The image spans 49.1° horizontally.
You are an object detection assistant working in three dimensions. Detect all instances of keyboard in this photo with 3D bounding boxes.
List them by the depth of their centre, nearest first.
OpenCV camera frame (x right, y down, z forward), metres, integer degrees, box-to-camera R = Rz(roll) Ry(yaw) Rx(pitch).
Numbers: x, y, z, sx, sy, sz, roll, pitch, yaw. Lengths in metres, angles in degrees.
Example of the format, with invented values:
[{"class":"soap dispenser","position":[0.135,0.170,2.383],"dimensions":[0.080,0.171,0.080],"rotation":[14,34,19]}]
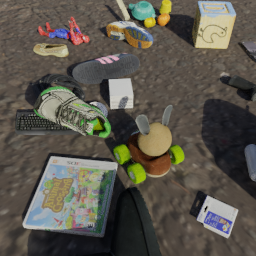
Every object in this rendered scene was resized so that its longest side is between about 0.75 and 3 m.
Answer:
[{"class":"keyboard","position":[-2.388,-0.388,8.609],"dimensions":[2.016,0.208,1.281],"rotation":[0,65,-1]}]

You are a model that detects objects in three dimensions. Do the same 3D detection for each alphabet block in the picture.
[{"class":"alphabet block","position":[3.693,-4.516,12.262],"dimensions":[1.488,1.524,1.496],"rotation":[4,44,5]}]

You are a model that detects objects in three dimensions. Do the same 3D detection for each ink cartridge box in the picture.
[{"class":"ink cartridge box","position":[2.040,2.017,6.415],"dimensions":[0.753,0.177,0.744],"rotation":[21,49,23]}]

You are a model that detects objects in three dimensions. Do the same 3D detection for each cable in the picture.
[{"class":"cable","position":[-2.250,-1.084,9.478],"dimensions":[1.591,0.495,1.950],"rotation":[-19,55,-31]}]

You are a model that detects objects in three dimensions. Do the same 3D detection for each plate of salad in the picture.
[{"class":"plate of salad","position":[-1.044,-0.475,8.957],"dimensions":[0.777,0.187,0.777],"rotation":[2,63,-5]}]

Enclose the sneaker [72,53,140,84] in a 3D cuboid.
[{"class":"sneaker","position":[-0.877,-2.257,10.564],"dimensions":[2.498,0.876,1.025],"rotation":[-12,25,-13]}]

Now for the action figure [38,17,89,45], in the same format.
[{"class":"action figure","position":[-2.844,-4.500,12.514],"dimensions":[2.555,1.265,0.834],"rotation":[22,48,18]}]

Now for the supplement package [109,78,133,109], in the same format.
[{"class":"supplement package","position":[-0.245,-1.170,9.467],"dimensions":[0.763,0.543,0.980],"rotation":[-4,44,-4]}]

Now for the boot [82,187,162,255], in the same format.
[{"class":"boot","position":[-0.533,2.524,5.322],"dimensions":[2.273,1.027,2.774],"rotation":[-11,47,-9]}]

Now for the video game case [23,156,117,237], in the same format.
[{"class":"video game case","position":[-1.308,1.571,6.834],"dimensions":[1.828,0.222,2.008],"rotation":[5,44,5]}]

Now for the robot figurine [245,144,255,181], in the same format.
[{"class":"robot figurine","position":[4.142,0.752,6.614],"dimensions":[2.536,1.689,2.991],"rotation":[-2,42,21]}]

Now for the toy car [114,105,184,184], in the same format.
[{"class":"toy car","position":[0.560,0.227,7.062],"dimensions":[1.512,1.841,1.453],"rotation":[-22,49,-22]}]

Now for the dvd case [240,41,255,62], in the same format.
[{"class":"dvd case","position":[6.227,-3.329,11.994],"dimensions":[2.245,0.179,1.669],"rotation":[-5,44,-5]}]

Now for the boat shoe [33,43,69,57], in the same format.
[{"class":"boat shoe","position":[-3.262,-3.367,11.806],"dimensions":[1.559,0.489,0.572],"rotation":[8,44,8]}]

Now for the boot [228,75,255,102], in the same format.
[{"class":"boot","position":[4.073,-1.424,9.837],"dimensions":[1.149,0.377,0.947],"rotation":[36,43,26]}]

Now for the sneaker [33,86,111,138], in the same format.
[{"class":"sneaker","position":[-1.355,-0.369,7.486],"dimensions":[2.422,0.945,1.032],"rotation":[17,18,-47]}]

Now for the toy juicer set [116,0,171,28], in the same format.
[{"class":"toy juicer set","position":[0.755,-5.698,14.169],"dimensions":[2.916,0.794,1.855],"rotation":[4,61,-2]}]

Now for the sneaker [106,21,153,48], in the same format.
[{"class":"sneaker","position":[0.217,-4.338,12.520],"dimensions":[2.435,0.916,1.073],"rotation":[28,51,26]}]
